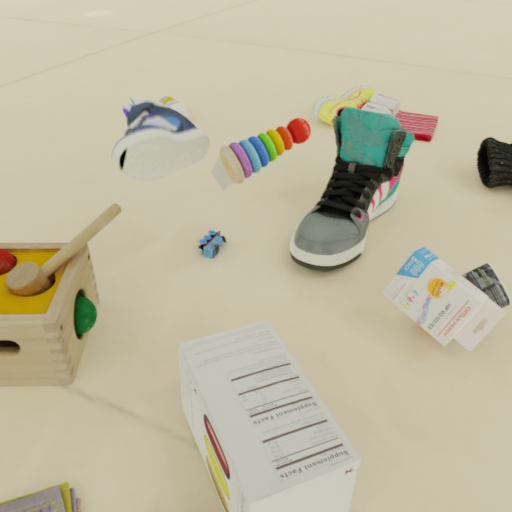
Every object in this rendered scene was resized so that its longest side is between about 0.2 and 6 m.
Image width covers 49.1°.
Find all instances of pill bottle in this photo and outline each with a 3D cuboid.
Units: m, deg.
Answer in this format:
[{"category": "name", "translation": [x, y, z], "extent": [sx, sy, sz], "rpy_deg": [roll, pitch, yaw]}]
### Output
[{"category": "pill bottle", "translation": [2.745, 0.623, 7.595], "extent": [1.184, 0.629, 0.629], "rpy_deg": [-28, 33, 15]}, {"category": "pill bottle", "translation": [-2.052, -3.596, 13.933], "extent": [0.516, 0.516, 0.930], "rpy_deg": [-21, 41, -27]}]

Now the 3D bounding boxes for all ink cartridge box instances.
[{"category": "ink cartridge box", "translation": [2.360, 0.588, 7.098], "extent": [1.298, 0.747, 0.440], "rpy_deg": [42, 27, 20]}, {"category": "ink cartridge box", "translation": [3.005, -3.522, 13.670], "extent": [0.679, 0.392, 0.930], "rpy_deg": [27, 60, 24]}]

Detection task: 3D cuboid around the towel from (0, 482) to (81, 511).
[{"category": "towel", "translation": [-2.253, 3.074, 4.757], "extent": [1.565, 0.248, 2.180], "rpy_deg": [-10, 36, -15]}]

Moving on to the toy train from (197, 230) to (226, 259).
[{"category": "toy train", "translation": [-0.737, -0.202, 9.389], "extent": [0.348, 0.264, 0.609], "rpy_deg": [22, 38, 14]}]

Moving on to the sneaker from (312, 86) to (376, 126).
[{"category": "sneaker", "translation": [2.369, -3.615, 13.902], "extent": [1.881, 0.735, 0.849], "rpy_deg": [-23, 48, -19]}]

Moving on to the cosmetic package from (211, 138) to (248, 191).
[{"category": "cosmetic package", "translation": [-0.320, -1.378, 8.515], "extent": [0.527, 0.370, 1.039], "rpy_deg": [-34, 1, -14]}]

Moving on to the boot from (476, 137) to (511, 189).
[{"category": "boot", "translation": [5.365, -1.515, 10.586], "extent": [1.843, 0.927, 2.465], "rpy_deg": [7, 25, -3]}]

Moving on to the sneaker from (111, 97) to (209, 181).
[{"category": "sneaker", "translation": [-1.634, -1.711, 7.839], "extent": [1.305, 0.718, 1.782], "rpy_deg": [36, 33, 21]}]

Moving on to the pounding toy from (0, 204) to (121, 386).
[{"category": "pounding toy", "translation": [-2.908, 0.453, 7.347], "extent": [2.144, 1.524, 1.974], "rpy_deg": [-1, 36, -1]}]

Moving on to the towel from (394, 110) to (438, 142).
[{"category": "towel", "translation": [3.806, -3.197, 13.675], "extent": [1.122, 0.174, 1.551], "rpy_deg": [13, 37, 17]}]

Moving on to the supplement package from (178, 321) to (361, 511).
[{"category": "supplement package", "translation": [0.030, 1.806, 5.758], "extent": [1.100, 1.143, 2.009], "rpy_deg": [-13, 37, -20]}]

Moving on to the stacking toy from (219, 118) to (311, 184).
[{"category": "stacking toy", "translation": [0.170, -1.511, 7.673], "extent": [1.309, 0.559, 0.559], "rpy_deg": [-30, 42, -9]}]

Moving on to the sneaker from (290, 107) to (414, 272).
[{"category": "sneaker", "translation": [1.670, -1.363, 9.413], "extent": [1.446, 2.089, 3.459], "rpy_deg": [18, 39, 23]}]
